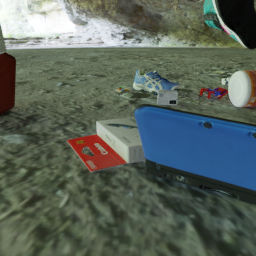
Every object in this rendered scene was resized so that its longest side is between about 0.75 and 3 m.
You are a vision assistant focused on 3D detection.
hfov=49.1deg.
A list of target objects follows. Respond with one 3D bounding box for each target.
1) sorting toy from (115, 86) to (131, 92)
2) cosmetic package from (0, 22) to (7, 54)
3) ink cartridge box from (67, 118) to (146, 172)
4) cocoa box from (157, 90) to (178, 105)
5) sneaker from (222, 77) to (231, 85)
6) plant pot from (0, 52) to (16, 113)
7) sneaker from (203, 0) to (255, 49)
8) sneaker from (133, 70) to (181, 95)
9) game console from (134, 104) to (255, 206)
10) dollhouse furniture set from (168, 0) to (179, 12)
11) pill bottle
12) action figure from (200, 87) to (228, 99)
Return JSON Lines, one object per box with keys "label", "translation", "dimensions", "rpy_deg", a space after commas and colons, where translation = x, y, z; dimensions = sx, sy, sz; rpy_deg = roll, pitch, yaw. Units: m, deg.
{"label": "sorting toy", "translation": [-0.310, -1.971, 14.209], "dimensions": [0.628, 0.125, 0.850], "rpy_deg": [-12, 23, -30]}
{"label": "cosmetic package", "translation": [-3.687, -2.692, 6.797], "dimensions": [0.659, 1.780, 0.905], "rpy_deg": [-1, 13, 31]}
{"label": "ink cartridge box", "translation": [-0.422, 0.330, 7.305], "dimensions": [1.878, 0.477, 2.132], "rpy_deg": [-9, 21, -25]}
{"label": "cocoa box", "translation": [1.646, -1.276, 11.642], "dimensions": [0.822, 0.548, 0.539], "rpy_deg": [2, 20, 7]}
{"label": "sneaker", "translation": [5.787, -2.568, 15.364], "dimensions": [0.742, 0.455, 1.140], "rpy_deg": [-15, 13, -15]}
{"label": "plant pot", "translation": [-5.722, -1.772, 10.094], "dimensions": [2.894, 2.891, 2.550], "rpy_deg": [14, 14, 34]}
{"label": "sneaker", "translation": [2.022, -2.608, 5.789], "dimensions": [2.195, 0.918, 1.325], "rpy_deg": [28, 21, -47]}
{"label": "sneaker", "translation": [1.336, -2.226, 13.621], "dimensions": [2.616, 1.008, 0.991], "rpy_deg": [15, 23, 32]}
{"label": "game console", "translation": [1.897, 0.308, 5.228], "dimensions": [2.987, 1.767, 2.550], "rpy_deg": [14, 24, 23]}
{"label": "dollhouse furniture set", "translation": [1.431, -5.022, 10.939], "dimensions": [1.116, 0.545, 0.952], "rpy_deg": [15, 49, 6]}
{"label": "pill bottle", "translation": [5.544, -1.603, 11.247], "dimensions": [2.570, 1.442, 1.442], "rpy_deg": [-3, 20, -9]}
{"label": "action figure", "translation": [3.951, -1.565, 12.584], "dimensions": [1.967, 0.508, 0.644], "rpy_deg": [-12, 28, -43]}
